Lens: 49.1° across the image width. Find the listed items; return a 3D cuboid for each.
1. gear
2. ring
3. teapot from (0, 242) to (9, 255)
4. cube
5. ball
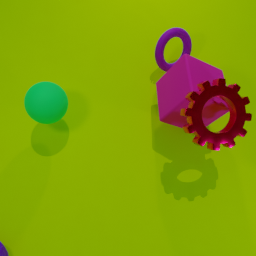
[{"bbox_3d":[1.755,-0.265,5.568,1.389,0.257,1.389,-1,93,-10],"label":"gear"},{"bbox_3d":[1.227,-2.081,7.527,1.186,1.186,0.237,-35,40,-12],"label":"ring"},{"bbox_3d":[-2.988,2.663,5.861,0.910,1.464,0.717,-1,109,-20],"label":"teapot"},{"bbox_3d":[1.503,-0.776,6.627,1.184,1.184,1.184,16,55,-26],"label":"cube"},{"bbox_3d":[-1.901,-0.586,6.547,0.989,0.989,0.989,0,70,0],"label":"ball"}]
